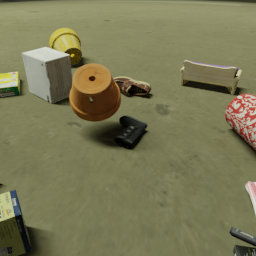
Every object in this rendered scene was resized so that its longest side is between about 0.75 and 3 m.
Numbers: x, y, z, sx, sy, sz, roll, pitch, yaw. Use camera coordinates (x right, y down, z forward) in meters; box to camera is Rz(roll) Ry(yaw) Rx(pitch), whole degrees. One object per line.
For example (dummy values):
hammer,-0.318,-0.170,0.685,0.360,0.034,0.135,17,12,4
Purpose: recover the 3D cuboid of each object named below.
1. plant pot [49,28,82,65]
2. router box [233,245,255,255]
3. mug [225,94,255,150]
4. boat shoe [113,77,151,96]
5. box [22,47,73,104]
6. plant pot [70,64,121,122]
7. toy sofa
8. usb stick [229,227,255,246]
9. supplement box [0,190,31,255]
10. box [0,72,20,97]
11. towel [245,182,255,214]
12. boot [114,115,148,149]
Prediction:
plant pot,-3.623,-4.776,16.963,1.888,1.888,1.776,-15,50,-23
router box,2.569,2.879,5.694,0.691,0.237,0.927,6,32,9
mug,4.734,-0.195,9.311,2.241,1.684,2.524,-28,30,1
boat shoe,0.042,-1.889,13.128,2.034,0.734,0.732,14,32,10
box,-3.627,-2.454,12.813,1.979,1.969,1.294,26,40,35
plant pot,-1.145,-1.280,9.387,1.794,1.256,1.794,0,62,1
toy sofa,4.052,-2.658,13.765,2.773,1.353,1.149,14,34,23
usb stick,2.744,2.508,6.414,0.789,0.129,0.219,18,36,28
supplement box,-2.820,2.167,5.942,1.190,1.191,0.800,-15,34,-23
box,-6.041,-2.215,13.822,1.316,0.542,2.243,-10,35,-14
towel,4.047,1.939,7.286,1.679,0.251,1.229,5,31,4
boot,-0.096,0.130,10.078,1.169,0.466,1.418,13,38,24
